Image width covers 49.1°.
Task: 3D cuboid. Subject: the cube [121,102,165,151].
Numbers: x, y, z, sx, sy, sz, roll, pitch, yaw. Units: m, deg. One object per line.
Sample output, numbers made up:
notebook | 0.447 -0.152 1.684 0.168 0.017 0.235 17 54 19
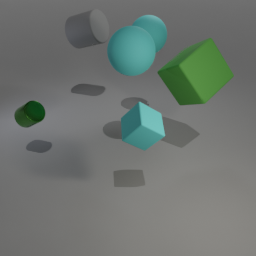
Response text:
cube | 0.324 -0.028 6.424 0.700 0.700 0.700 26 42 -30

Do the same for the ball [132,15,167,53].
ball | 0.753 -3.454 10.427 1.400 1.400 1.400 0 29 0

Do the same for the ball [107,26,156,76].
ball | 0.097 -2.223 8.127 1.400 1.400 1.400 0 29 0

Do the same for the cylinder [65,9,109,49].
cylinder | -1.758 -4.276 12.166 1.400 1.400 1.400 -1 25 31

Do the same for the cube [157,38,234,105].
cube | 2.070 -1.685 8.731 1.400 1.400 1.400 -42 16 -15

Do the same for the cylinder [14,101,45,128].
cylinder | -3.050 -0.424 8.711 0.700 0.700 0.700 -18 12 42
